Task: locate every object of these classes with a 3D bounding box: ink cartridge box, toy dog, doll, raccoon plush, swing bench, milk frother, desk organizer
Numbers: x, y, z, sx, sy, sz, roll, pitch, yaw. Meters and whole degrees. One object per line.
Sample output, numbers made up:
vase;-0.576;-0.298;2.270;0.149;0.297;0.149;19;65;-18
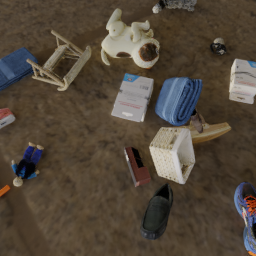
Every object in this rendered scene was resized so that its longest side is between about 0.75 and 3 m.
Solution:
ink cartridge box;4.888;-1.976;11.737;1.035;0.596;1.787;12;62;6
ink cartridge box;0.195;-1.068;11.175;1.213;0.698;2.094;14;62;8
toy dog;0.213;-3.564;12.027;2.475;1.727;2.399;31;78;15
doll;-3.655;1.326;10.040;1.082;0.384;1.585;19;69;1
raccoon plush;2.419;-6.060;14.012;1.388;1.002;2.072;44;92;9
swing bench;-2.813;-2.746;11.838;1.928;1.251;1.917;26;64;8
milk frother;4.084;-3.781;12.648;0.683;0.757;0.712;-6;61;1
desk organizer;0.319;1.319;9.991;0.536;0.499;1.391;-14;62;-10

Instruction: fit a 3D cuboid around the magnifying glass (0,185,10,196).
magnifying glass;-4.643;2.462;9.573;1.333;0.149;0.530;-42;69;-18

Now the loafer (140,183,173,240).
loafer;0.902;2.471;8.540;0.780;0.806;2.297;8;20;19

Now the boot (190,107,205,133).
boot;2.322;-0.412;9.558;0.420;0.874;1.195;-20;33;16

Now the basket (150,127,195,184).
basket;1.470;0.855;9.153;1.000;1.622;1.099;11;48;32

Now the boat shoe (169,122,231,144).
boat shoe;2.513;0.063;10.364;2.571;0.948;0.889;-13;74;-8

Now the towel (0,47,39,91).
towel;-5.129;-2.456;12.010;2.452;0.595;1.369;-37;67;-17

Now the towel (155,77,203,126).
towel;1.708;-0.974;9.836;0.700;2.885;1.611;21;97;-10

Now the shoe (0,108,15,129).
shoe;-5.108;-0.302;10.927;1.257;0.449;0.572;-31;64;-22

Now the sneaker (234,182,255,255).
sneaker;4.075;2.809;8.929;0.869;0.905;2.306;-4;61;-3
